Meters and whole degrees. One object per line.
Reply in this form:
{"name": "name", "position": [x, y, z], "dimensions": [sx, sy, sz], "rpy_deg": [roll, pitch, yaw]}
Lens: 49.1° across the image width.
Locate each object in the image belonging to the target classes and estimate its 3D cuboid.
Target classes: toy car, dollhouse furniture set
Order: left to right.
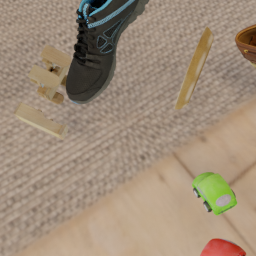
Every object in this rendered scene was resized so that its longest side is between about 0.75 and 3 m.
{"name": "dollhouse furniture set", "position": [-1.487, -0.672, 5.846], "dimensions": [1.005, 1.326, 1.513], "rpy_deg": [26, 77, -4]}
{"name": "toy car", "position": [1.737, 1.402, 4.761], "dimensions": [2.326, 0.519, 2.189], "rpy_deg": [-27, 33, -5]}

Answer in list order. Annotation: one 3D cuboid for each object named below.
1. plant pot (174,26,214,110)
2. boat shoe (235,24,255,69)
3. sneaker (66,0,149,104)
{"name": "plant pot", "position": [1.387, -1.170, 5.774], "dimensions": [0.243, 1.768, 1.768], "rpy_deg": [22, 67, 11]}
{"name": "boat shoe", "position": [3.170, -1.670, 5.121], "dimensions": [0.975, 2.886, 1.039], "rpy_deg": [24, 86, -22]}
{"name": "sneaker", "position": [-0.551, -1.490, 4.437], "dimensions": [0.855, 0.957, 2.336], "rpy_deg": [33, 105, 28]}
